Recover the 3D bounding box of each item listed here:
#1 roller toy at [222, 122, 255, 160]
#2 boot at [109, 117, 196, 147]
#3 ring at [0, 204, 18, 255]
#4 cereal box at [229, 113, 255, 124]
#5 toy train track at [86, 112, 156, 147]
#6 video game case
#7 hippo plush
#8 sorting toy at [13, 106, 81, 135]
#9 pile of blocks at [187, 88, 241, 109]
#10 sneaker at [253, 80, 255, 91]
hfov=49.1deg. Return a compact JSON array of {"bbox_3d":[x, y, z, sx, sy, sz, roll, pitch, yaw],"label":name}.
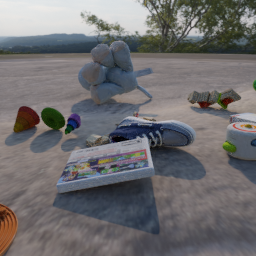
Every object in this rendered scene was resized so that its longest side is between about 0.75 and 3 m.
[{"bbox_3d":[2.583,0.235,6.086,0.876,0.671,0.960,10,20,28],"label":"roller toy"},{"bbox_3d":[0.518,0.247,6.333,1.870,0.680,0.845,7,32,29],"label":"boot"},{"bbox_3d":[-2.301,1.354,3.471,1.748,0.168,1.748,0,17,0],"label":"ring"},{"bbox_3d":[3.673,-0.194,8.046,0.867,0.238,1.205,-8,16,-27],"label":"cereal box"},{"bbox_3d":[-0.087,-0.036,7.379,1.415,0.401,2.467,15,24,38],"label":"toy train track"},{"bbox_3d":[-0.372,0.634,5.190,1.614,0.185,1.471,-10,17,3],"label":"video game case"},{"bbox_3d":[-0.803,-2.379,11.471,2.928,2.332,2.354,-10,21,-28],"label":"hippo plush"},{"bbox_3d":[-2.257,-0.080,7.442,2.067,0.717,0.712,5,42,22],"label":"sorting toy"},{"bbox_3d":[3.015,-0.919,10.076,1.900,0.780,0.590,3,59,38],"label":"pile of blocks"},{"bbox_3d":[5.324,-1.188,8.459,2.928,1.084,1.224,24,-1,32],"label":"sneaker"}]
